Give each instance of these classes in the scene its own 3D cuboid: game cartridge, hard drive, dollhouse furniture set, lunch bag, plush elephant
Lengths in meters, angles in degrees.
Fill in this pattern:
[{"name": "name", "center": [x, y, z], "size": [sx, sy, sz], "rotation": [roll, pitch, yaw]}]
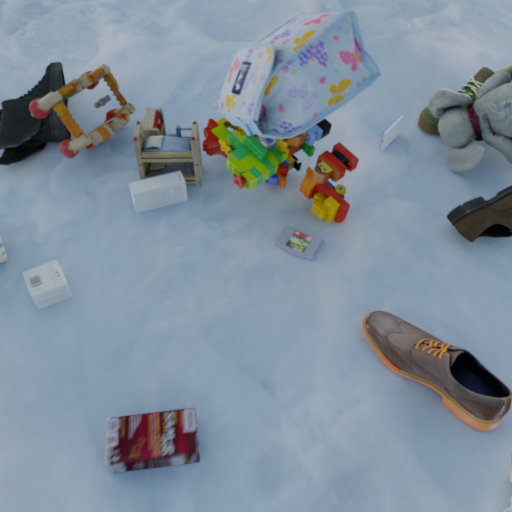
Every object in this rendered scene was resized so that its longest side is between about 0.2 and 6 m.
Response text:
[{"name": "game cartridge", "center": [0.896, -0.249, 11.661], "size": [0.918, 0.188, 0.611], "rotation": [23, 58, 18]}, {"name": "hard drive", "center": [3.306, -3.003, 13.662], "size": [0.104, 0.543, 0.823], "rotation": [33, 60, 24]}, {"name": "dollhouse furniture set", "center": [-1.962, -2.768, 12.954], "size": [1.384, 1.376, 1.964], "rotation": [0, 50, 0]}, {"name": "lunch bag", "center": [0.569, -3.393, 10.626], "size": [2.665, 1.694, 2.260], "rotation": [-37, 29, -1]}, {"name": "plush elephant", "center": [5.237, -3.076, 13.015], "size": [2.044, 2.174, 2.640], "rotation": [-8, 2, 41]}]

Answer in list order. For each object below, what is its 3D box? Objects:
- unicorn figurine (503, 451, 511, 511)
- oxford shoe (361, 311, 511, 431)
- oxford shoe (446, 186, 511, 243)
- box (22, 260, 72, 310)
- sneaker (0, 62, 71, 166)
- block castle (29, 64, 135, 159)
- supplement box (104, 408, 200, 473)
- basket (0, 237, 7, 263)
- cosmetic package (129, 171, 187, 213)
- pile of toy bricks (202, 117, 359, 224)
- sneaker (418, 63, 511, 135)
[{"name": "unicorn figurine", "center": [4.030, 3.716, 8.230], "size": [1.299, 0.480, 0.892], "rotation": [39, 49, 11]}, {"name": "oxford shoe", "center": [3.040, 1.679, 9.495], "size": [2.791, 1.018, 0.995], "rotation": [35, 58, 25]}, {"name": "oxford shoe", "center": [5.251, -0.853, 11.838], "size": [2.371, 0.862, 1.001], "rotation": [-22, 68, -13]}, {"name": "box", "center": [-4.022, 0.556, 10.803], "size": [0.690, 0.451, 0.686], "rotation": [-23, 54, -18]}, {"name": "sneaker", "center": [-5.603, -3.642, 13.902], "size": [1.783, 1.027, 3.419], "rotation": [-9, 54, -13]}, {"name": "block castle", "center": [-4.060, -3.405, 13.225], "size": [1.068, 1.521, 2.276], "rotation": [-17, 26, 36]}, {"name": "supplement box", "center": [-1.633, 2.913, 8.857], "size": [1.424, 0.433, 0.775], "rotation": [-6, 51, -6]}, {"name": "basket", "center": [-5.982, -0.502, 10.951], "size": [1.723, 1.360, 1.955], "rotation": [-31, 88, -24]}, {"name": "cosmetic package", "center": [-2.144, -1.406, 12.341], "size": [1.169, 0.593, 0.416], "rotation": [-16, 51, -14]}, {"name": "pile of toy bricks", "center": [0.185, -2.104, 11.897], "size": [1.924, 2.162, 3.897], "rotation": [-36, 69, -21]}, {"name": "sneaker", "center": [5.493, -4.120, 14.087], "size": [3.019, 1.355, 1.012], "rotation": [-19, 53, -15]}]
